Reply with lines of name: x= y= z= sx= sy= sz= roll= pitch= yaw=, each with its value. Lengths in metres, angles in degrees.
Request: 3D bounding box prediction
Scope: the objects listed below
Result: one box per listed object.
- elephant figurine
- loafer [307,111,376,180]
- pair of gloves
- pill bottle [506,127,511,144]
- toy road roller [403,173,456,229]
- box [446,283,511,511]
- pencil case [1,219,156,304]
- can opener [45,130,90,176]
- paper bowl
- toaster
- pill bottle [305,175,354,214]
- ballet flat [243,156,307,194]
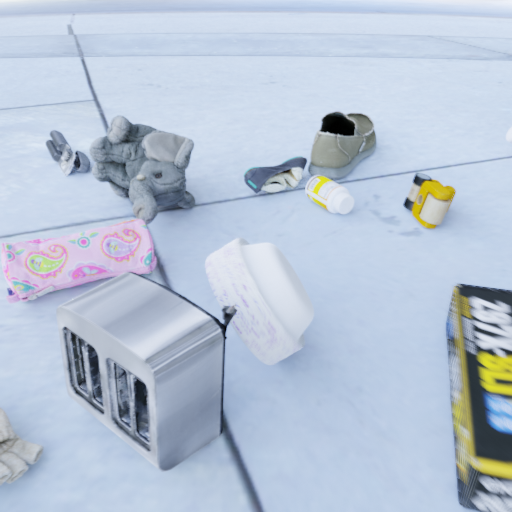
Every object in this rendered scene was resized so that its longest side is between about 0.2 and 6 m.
elephant figurine: x=-2.059 y=-1.660 z=11.801 sx=2.777 sy=1.965 sz=2.154 roll=33 pitch=81 yaw=33
loafer: x=2.336 y=-3.118 z=14.411 sx=1.336 sy=1.237 sz=3.553 roll=11 pitch=33 yaw=18
pair of gloves: x=-3.931 y=2.488 z=6.098 sx=2.145 sy=0.442 sz=2.523 roll=13 pitch=31 yaw=27
pill bottle: x=6.939 y=-2.967 z=14.365 sx=0.925 sy=0.519 sz=0.519 roll=27 pitch=29 yaw=-13
toy road roller: x=3.769 y=-1.147 z=11.689 sx=0.944 sy=0.794 sz=1.293 roll=6 pitch=31 yaw=-15
box: x=3.873 y=1.734 z=6.950 sx=2.725 sy=0.842 sz=3.412 roll=6 pitch=32 yaw=13
pencil case: x=-2.979 y=0.076 z=9.481 sx=2.481 sy=1.085 sz=1.085 roll=-13 pitch=34 yaw=-20
can opener: x=-4.848 y=-2.606 z=14.425 sx=0.742 sy=0.592 sz=2.220 roll=19 pitch=17 yaw=-37
paper bowl: x=0.144 y=0.538 z=7.756 sx=0.921 sy=1.771 sz=1.771 roll=-31 pitch=32 yaw=8
toaster: x=-1.293 y=1.262 z=6.622 sx=1.807 sy=1.998 sz=1.186 roll=24 pitch=34 yaw=32
pill bottle: x=1.598 y=-1.299 z=12.080 sx=0.596 sy=0.596 sz=1.092 roll=-18 pitch=36 yaw=-27
ballet flat: x=0.581 y=-1.812 z=12.968 sx=1.947 sy=0.711 sz=0.711 roll=-19 pitch=36 yaw=-38
